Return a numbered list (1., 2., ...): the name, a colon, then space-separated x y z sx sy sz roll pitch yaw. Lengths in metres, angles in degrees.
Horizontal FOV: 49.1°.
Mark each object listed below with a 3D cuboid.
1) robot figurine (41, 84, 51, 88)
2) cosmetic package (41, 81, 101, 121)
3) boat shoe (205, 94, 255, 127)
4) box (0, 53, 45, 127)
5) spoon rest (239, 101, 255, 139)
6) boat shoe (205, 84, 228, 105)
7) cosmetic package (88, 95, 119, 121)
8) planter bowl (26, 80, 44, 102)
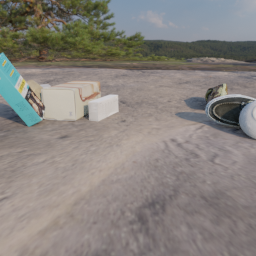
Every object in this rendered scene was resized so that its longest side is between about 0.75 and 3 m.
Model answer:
1. robot figurine: -3.669 -1.273 11.424 1.667 0.942 1.414 -13 16 -38
2. cosmetic package: -2.034 -1.112 10.575 1.309 1.105 2.532 4 17 12
3. boat shoe: 3.779 -0.434 8.393 2.816 1.015 0.999 6 13 13
4. box: -3.404 -1.127 8.542 0.526 2.142 0.881 -25 35 9
5. spoon rest: 4.274 -0.064 7.422 2.538 1.261 0.769 18 -20 32
6. boat shoe: 3.667 -1.364 11.717 0.847 0.956 2.613 9 18 12
7. cosmetic package: -0.862 -0.766 10.175 0.413 0.673 1.630 8 17 22
8. planter bowl: -3.371 -0.960 10.136 0.878 1.305 1.305 28 18 0
